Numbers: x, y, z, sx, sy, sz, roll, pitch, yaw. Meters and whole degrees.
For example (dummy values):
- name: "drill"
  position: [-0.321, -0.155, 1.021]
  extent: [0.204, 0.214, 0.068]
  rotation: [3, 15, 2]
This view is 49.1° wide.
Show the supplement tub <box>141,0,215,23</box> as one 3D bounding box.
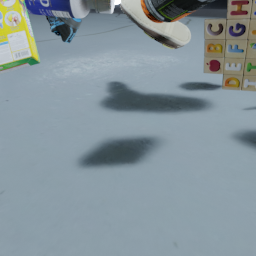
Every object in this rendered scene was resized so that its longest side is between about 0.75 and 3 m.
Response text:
- name: "supplement tub"
  position: [1.039, -2.770, 5.527]
  extent: [1.065, 1.065, 1.738]
  rotation: [-17, 8, -28]

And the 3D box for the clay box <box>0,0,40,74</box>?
- name: "clay box"
  position: [-2.649, -2.202, 5.618]
  extent: [1.217, 2.118, 0.504]
  rotation: [-15, -5, 0]

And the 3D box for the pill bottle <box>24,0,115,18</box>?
- name: "pill bottle"
  position: [-1.892, -4.151, 8.070]
  extent: [2.995, 1.793, 1.793]
  rotation: [5, 28, 2]

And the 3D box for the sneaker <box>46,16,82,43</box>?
- name: "sneaker"
  position: [-2.580, -3.844, 9.915]
  extent: [0.846, 0.946, 2.310]
  rotation: [1, 35, -48]

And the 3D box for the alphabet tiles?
- name: "alphabet tiles"
  position: [3.114, -1.742, 6.193]
  extent: [2.809, 2.337, 0.089]
  rotation: [7, 47, 20]

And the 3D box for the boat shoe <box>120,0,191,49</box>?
- name: "boat shoe"
  position: [0.919, -3.885, 10.429]
  extent: [2.942, 1.057, 0.876]
  rotation: [25, -16, -16]
